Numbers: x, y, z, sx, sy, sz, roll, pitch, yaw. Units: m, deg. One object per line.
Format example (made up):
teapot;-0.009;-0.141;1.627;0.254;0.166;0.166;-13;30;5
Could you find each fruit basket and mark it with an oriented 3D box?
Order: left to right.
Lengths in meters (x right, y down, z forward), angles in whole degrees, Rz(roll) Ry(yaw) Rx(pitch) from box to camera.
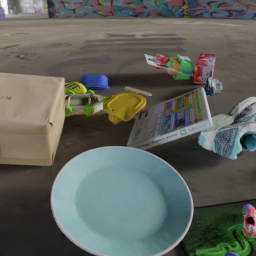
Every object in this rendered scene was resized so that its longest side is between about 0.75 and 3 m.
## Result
fruit basket;1.997;-3.205;13.774;2.287;1.072;2.118;18;24;-9

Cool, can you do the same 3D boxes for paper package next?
paper package;-3.108;-0.347;7.306;2.642;1.367;2.518;4;36;-6

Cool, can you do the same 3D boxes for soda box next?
soda box;3.831;-2.990;13.867;0.819;0.905;2.584;8;28;16

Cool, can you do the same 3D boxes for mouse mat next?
mouse mat;2.187;1.966;4.791;2.565;0.097;2.064;-4;26;-11

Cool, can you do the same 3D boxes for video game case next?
video game case;1.191;-0.283;8.085;2.266;0.275;2.490;-20;20;19

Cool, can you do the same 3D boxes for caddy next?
caddy;-1.437;-1.871;11.911;1.277;0.670;0.903;3;4;7

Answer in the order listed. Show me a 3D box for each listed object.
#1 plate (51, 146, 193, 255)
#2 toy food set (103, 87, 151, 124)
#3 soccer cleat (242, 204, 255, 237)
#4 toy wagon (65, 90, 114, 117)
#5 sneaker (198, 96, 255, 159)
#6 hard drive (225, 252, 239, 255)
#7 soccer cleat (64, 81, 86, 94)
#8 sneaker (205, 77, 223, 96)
plate;-0.102;1.323;5.365;2.664;0.340;2.664;6;37;-4
toy food set;-0.026;-0.644;9.435;1.212;0.673;2.060;15;34;21
soccer cleat;2.231;1.626;5.110;0.262;0.300;0.785;10;30;20
toy wagon;-1.530;-0.908;10.197;2.219;0.439;1.721;-2;27;-6
sneaker;3.260;0.082;7.794;2.855;1.108;1.232;-26;48;-31
hard drive;1.493;2.679;2.965;1.666;0.320;2.526;17;33;29
soccer cleat;-2.580;-1.554;11.457;1.907;0.617;0.798;13;47;23
sneaker;3.620;-1.746;11.702;0.709;0.641;1.665;11;28;12
